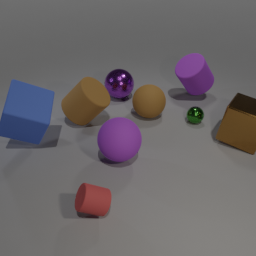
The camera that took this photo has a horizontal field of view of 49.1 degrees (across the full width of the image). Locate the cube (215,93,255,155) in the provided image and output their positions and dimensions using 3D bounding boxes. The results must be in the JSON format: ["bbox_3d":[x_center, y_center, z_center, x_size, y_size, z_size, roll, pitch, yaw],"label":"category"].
[{"bbox_3d":[4.148,-0.192,9.901,1.400,1.400,1.400,25,38,22],"label":"cube"}]

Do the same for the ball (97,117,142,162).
[{"bbox_3d":[-0.267,0.359,8.830,1.400,1.400,1.400,0,30,0],"label":"ball"}]

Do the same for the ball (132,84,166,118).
[{"bbox_3d":[0.876,-1.113,11.676,1.400,1.400,1.400,0,30,0],"label":"ball"}]

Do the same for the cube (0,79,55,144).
[{"bbox_3d":[-3.391,-0.497,9.326,1.400,1.400,1.400,16,51,-24],"label":"cube"}]

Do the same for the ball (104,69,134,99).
[{"bbox_3d":[-0.412,-2.087,13.228,1.400,1.400,1.400,0,30,0],"label":"ball"}]

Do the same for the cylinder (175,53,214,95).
[{"bbox_3d":[3.072,-2.458,12.893,1.400,1.400,1.400,-19,52,26],"label":"cylinder"}]

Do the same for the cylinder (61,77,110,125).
[{"bbox_3d":[-1.643,-1.035,10.932,1.400,1.400,1.400,32,38,-29],"label":"cylinder"}]

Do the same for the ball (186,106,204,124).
[{"bbox_3d":[2.732,-0.525,11.374,0.700,0.700,0.700,0,30,0],"label":"ball"}]

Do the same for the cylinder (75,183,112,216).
[{"bbox_3d":[-0.874,1.787,6.989,0.700,0.700,0.700,20,22,-24],"label":"cylinder"}]
